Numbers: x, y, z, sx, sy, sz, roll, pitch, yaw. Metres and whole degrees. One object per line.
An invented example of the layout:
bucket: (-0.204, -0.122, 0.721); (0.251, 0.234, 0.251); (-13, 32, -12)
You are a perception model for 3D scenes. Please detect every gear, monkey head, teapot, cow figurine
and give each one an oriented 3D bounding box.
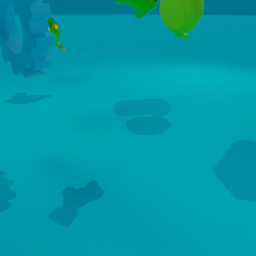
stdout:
gear: (-1.769, -1.671, 4.521); (0.308, 1.663, 1.663); (-25, 34, -38)
monkey head: (-2.740, -3.196, 9.191); (1.014, 1.683, 1.211); (-25, 29, 1)
teapot: (1.425, -3.007, 7.166); (0.935, 1.910, 1.188); (-32, 52, -24)
cow figurine: (0.166, -2.140, 4.247); (0.901, 0.495, 0.887); (29, -16, -28)
